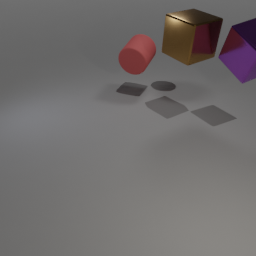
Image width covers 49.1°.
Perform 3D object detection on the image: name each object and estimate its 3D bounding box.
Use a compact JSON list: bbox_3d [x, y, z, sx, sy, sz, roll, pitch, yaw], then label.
[{"bbox_3d":[4.176,-2.614,9.359,1.400,1.400,1.400,-22,62,-16],"label":"cube"},{"bbox_3d":[0.451,-3.461,13.179,1.400,1.400,1.400,12,47,21],"label":"cylinder"},{"bbox_3d":[2.209,-3.226,9.849,1.400,1.400,1.400,-23,44,-29],"label":"cube"}]
